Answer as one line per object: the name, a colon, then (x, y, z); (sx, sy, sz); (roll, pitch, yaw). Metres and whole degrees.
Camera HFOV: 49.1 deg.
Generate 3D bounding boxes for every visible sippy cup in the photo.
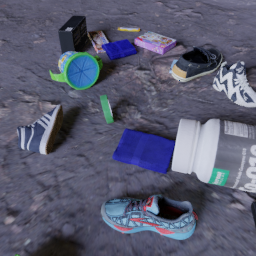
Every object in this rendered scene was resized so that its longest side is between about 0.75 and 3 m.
sippy cup: (-1.910, -2.223, 10.274); (1.734, 1.361, 1.271); (12, 17, -40)

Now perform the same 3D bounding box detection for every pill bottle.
pill bottle: (2.584, 0.656, 6.792); (2.833, 1.602, 1.602); (10, 43, 12)

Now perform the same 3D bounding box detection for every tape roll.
tape roll: (-0.644, -0.581, 8.630); (0.212, 0.883, 0.883); (-15, 43, -1)

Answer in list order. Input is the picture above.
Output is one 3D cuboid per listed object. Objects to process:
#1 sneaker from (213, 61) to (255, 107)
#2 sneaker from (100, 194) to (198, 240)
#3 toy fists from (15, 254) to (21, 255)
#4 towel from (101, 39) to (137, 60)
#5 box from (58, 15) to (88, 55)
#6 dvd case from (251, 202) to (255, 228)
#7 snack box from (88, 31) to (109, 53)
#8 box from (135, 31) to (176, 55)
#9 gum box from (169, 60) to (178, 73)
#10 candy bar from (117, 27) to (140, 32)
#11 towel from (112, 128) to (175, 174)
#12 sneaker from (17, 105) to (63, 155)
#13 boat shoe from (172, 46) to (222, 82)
sneaker: (3.823, -1.604, 9.523); (0.759, 1.238, 1.902); (-22, 47, -22)
sneaker: (0.432, 1.724, 6.051); (2.104, 1.005, 0.834); (5, 43, 5)
toy fists: (-1.500, 3.205, 4.545); (2.571, 0.884, 1.311); (22, 48, 21)
towel: (-0.375, -3.417, 12.019); (1.302, 0.323, 0.962); (-20, 62, -25)
box: (-2.340, -3.985, 12.164); (0.663, 1.187, 1.681); (7, 43, 12)
dvd case: (3.741, 2.787, 5.453); (2.041, 0.251, 2.861); (4, 43, 4)
snack box: (-1.308, -3.979, 12.854); (0.672, 0.227, 1.870); (-10, 44, -15)
box: (1.238, -3.882, 12.699); (1.566, 0.306, 1.071); (29, 50, 28)
gum box: (2.085, -2.424, 11.204); (0.687, 0.180, 0.808); (13, 44, 14)
candy bar: (0.049, -4.927, 13.987); (1.127, 0.125, 0.281); (5, 43, 6)
towel: (0.455, 0.642, 7.756); (1.541, 0.382, 1.138); (14, 51, 15)
sneaker: (-2.588, -0.055, 8.268); (1.012, 0.654, 1.865); (5, 46, 3)
boat shoe: (2.800, -2.633, 10.762); (2.880, 0.896, 1.074); (-28, 59, -35)
